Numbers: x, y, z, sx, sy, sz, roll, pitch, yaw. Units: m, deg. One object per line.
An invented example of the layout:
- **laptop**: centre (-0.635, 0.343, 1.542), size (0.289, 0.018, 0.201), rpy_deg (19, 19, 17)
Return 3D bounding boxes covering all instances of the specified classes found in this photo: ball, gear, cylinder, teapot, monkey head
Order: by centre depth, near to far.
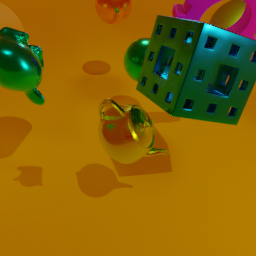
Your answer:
- **monkey head**: centre (-1.349, -0.706, 3.172), size (0.753, 1.046, 0.630), rpy_deg (-9, 55, 27)
- **teapot**: centre (0.080, 0.080, 4.508), size (0.784, 1.601, 0.995), rpy_deg (-20, 42, 32)
- **cylinder**: centre (-2.589, -1.481, 4.749), size (1.249, 1.249, 1.249), rpy_deg (5, 26, 6)
- **gear**: centre (1.774, -2.103, 5.289), size (1.836, 1.836, 0.340), rpy_deg (-3, 58, -3)
- **ball**: centre (0.470, -1.750, 7.314), size (1.171, 1.171, 1.171), rpy_deg (0, 40, 0)
- **cylinder**: centre (3.194, -2.887, 8.220), size (1.218, 1.218, 1.218), rpy_deg (31, 24, -36)
- **ball**: centre (-0.447, -3.804, 8.669), size (1.142, 1.142, 1.142), rpy_deg (0, 40, 0)

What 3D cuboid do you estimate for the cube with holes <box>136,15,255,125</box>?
- **cube with holes**: centre (1.184, -1.003, 4.822), size (1.369, 1.369, 1.369), rpy_deg (6, 22, -27)
